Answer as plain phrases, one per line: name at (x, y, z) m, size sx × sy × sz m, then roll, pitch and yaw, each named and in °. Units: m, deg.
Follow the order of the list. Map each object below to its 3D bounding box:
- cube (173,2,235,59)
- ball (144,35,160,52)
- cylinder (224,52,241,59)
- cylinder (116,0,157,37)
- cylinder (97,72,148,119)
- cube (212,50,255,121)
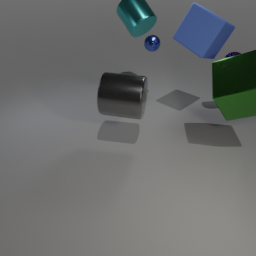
cube at (2.810, -3.523, 10.332) m, size 1.400 × 1.400 × 1.400 m, roll 42°, pitch 30°, yaw 20°
ball at (1.041, -3.636, 12.028) m, size 0.700 × 0.700 × 0.700 m, roll 0°, pitch 30°, yaw 0°
cylinder at (4.131, -2.474, 10.906) m, size 0.700 × 0.700 × 0.700 m, roll -11°, pitch 60°, yaw 19°
cylinder at (0.398, -5.197, 12.939) m, size 1.400 × 1.400 × 1.400 m, roll -25°, pitch 79°, yaw -37°
cylinder at (-0.148, -1.050, 9.115) m, size 1.400 × 1.400 × 1.400 m, roll 8°, pitch 30°, yaw 9°
cube at (3.452, -1.243, 8.486) m, size 1.400 × 1.400 × 1.400 m, roll -11°, pitch 57°, yaw 32°
